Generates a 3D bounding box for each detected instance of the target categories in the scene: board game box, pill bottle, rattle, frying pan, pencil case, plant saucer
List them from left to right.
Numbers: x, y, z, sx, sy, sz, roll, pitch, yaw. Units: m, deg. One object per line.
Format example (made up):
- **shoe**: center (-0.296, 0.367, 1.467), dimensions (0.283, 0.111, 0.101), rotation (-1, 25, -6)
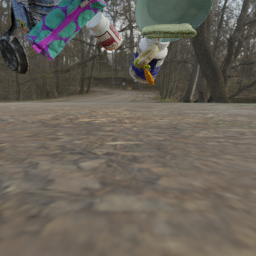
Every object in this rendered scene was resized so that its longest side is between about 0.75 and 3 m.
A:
- **frying pan**: center (-3.612, -2.631, 9.008), dimensions (0.398, 1.481, 2.448), rotation (-34, 1, -36)
- **board game box**: center (-2.101, -3.067, 6.039), dimensions (0.616, 1.996, 1.997), rotation (-27, 40, -26)
- **pencil case**: center (-1.135, -1.953, 5.108), dimensions (0.645, 1.515, 0.700), rotation (44, 4, -25)
- **pill bottle**: center (-0.829, -3.312, 9.614), dimensions (0.761, 0.761, 1.332), rotation (3, -17, 28)
- **pill bottle**: center (0.856, -2.829, 11.021), dimensions (1.150, 1.150, 1.988), rotation (-3, -35, -22)
- **rattle**: center (0.843, -2.093, 8.350), dimensions (0.924, 1.293, 0.842), rotation (41, -26, -7)
- **plant saucer**: center (1.278, -3.591, 8.070), dimensions (2.357, 0.454, 2.357), rotation (-12, -35, -9)

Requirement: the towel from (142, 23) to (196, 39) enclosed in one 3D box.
- **towel**: center (1.007, -2.465, 7.105), dimensions (1.329, 0.243, 0.986), rotation (0, 28, 3)
